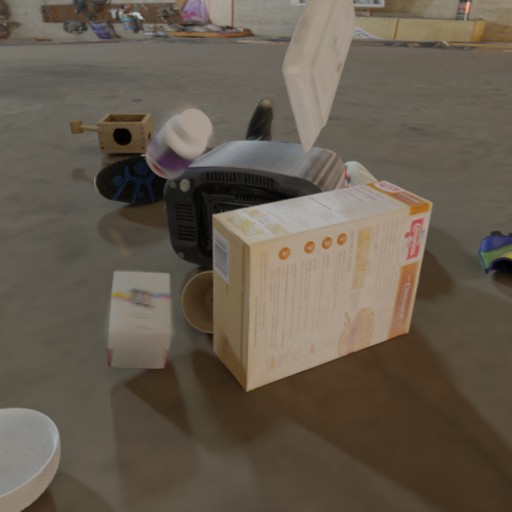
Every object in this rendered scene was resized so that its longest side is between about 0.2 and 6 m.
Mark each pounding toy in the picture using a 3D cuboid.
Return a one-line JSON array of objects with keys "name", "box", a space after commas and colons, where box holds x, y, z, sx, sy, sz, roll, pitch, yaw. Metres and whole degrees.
[{"name": "pounding toy", "box": [-3.611, -2.937, 13.857, 1.872, 0.857, 1.645, 0, 26, -1]}]

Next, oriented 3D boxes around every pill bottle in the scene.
[{"name": "pill bottle", "box": [-0.944, -1.393, 6.922, 0.550, 0.550, 0.987, -20, -6, -35]}]

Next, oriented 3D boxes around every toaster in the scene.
[{"name": "toaster", "box": [0.192, -0.785, 8.369, 2.885, 1.639, 1.863, 7, 31, 19]}]

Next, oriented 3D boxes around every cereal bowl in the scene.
[{"name": "cereal bowl", "box": [-2.152, 1.779, 4.625, 1.068, 0.445, 1.068, -1, 26, 0]}]

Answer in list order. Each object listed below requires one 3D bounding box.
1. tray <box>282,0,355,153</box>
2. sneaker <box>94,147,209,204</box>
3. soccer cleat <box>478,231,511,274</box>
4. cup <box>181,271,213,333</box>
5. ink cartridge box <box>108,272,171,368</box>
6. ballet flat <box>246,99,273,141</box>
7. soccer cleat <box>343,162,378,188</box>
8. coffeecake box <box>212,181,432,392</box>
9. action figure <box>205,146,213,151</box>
[{"name": "tray", "box": [1.020, -3.035, 8.111, 0.319, 1.546, 2.880, 7, 59, 21]}, {"name": "sneaker", "box": [-2.079, -1.592, 11.291, 2.516, 0.952, 0.969, -18, 11, -34]}, {"name": "soccer cleat", "box": [4.147, 0.134, 8.090, 1.811, 0.586, 0.758, 9, 57, 8]}, {"name": "cup", "box": [-0.504, 0.553, 6.972, 0.748, 0.748, 0.535, 4, 1, 7]}, {"name": "ink cartridge box", "box": [-1.296, 0.698, 6.232, 0.639, 0.642, 0.884, 4, 43, -12]}, {"name": "ballet flat", "box": [0.162, -2.230, 11.190, 0.659, 0.771, 2.319, 11, 55, -14]}, {"name": "soccer cleat", "box": [2.032, -0.842, 9.640, 1.018, 0.910, 2.626, 2, 33, -7]}, {"name": "coffeecake box", "box": [0.712, 0.261, 6.222, 2.281, 1.751, 0.834, -13, 32, -26]}, {"name": "action figure", "box": [-1.254, -2.454, 13.457, 0.715, 0.374, 0.692, 20, 41, 34]}]
